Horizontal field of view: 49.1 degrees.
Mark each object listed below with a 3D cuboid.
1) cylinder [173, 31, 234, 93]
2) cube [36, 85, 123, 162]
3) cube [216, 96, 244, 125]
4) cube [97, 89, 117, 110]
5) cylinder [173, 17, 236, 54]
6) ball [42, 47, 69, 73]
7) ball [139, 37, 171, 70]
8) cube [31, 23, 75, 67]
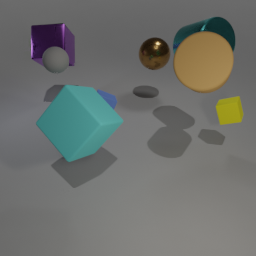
[{"bbox_3d":[1.976,-1.637,7.298,1.400,1.400,1.400,11,8,17],"label":"cylinder"},{"bbox_3d":[-1.260,-0.157,7.535,1.400,1.400,1.400,47,19,11],"label":"cube"},{"bbox_3d":[3.457,-0.592,9.510,0.700,0.700,0.700,-9,19,32],"label":"cube"},{"bbox_3d":[-0.872,-0.876,10.131,0.700,0.700,0.700,19,20,-17],"label":"cube"},{"bbox_3d":[2.376,-2.650,8.864,1.400,1.400,1.400,-15,14,-23],"label":"cylinder"},{"bbox_3d":[-1.939,-1.821,7.522,0.700,0.700,0.700,0,32,0],"label":"ball"},{"bbox_3d":[1.167,-3.261,12.342,1.400,1.400,1.400,0,32,0],"label":"ball"},{"bbox_3d":[-3.116,-3.422,11.798,1.400,1.400,1.400,-1,-2,7],"label":"cube"}]
